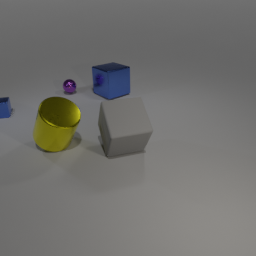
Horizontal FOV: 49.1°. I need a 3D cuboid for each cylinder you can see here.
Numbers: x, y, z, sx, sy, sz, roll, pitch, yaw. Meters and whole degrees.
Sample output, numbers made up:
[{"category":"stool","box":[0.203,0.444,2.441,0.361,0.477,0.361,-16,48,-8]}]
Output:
[{"category":"cylinder","box":[-2.475,-0.123,9.678,1.400,1.400,1.400,15,47,-17]}]

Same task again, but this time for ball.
[{"category":"ball","box":[-3.004,-2.164,14.416,0.700,0.700,0.700,0,29,0]}]

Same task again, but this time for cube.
[{"category":"cube","box":[-0.147,-0.034,9.442,1.400,1.400,1.400,-9,61,-16]},{"category":"cube","box":[-5.539,-0.880,12.241,0.700,0.700,0.700,-6,30,-11]},{"category":"cube","box":[-0.846,-2.441,14.253,1.400,1.400,1.400,-21,33,-35]}]
